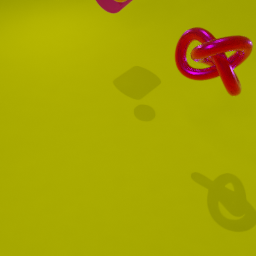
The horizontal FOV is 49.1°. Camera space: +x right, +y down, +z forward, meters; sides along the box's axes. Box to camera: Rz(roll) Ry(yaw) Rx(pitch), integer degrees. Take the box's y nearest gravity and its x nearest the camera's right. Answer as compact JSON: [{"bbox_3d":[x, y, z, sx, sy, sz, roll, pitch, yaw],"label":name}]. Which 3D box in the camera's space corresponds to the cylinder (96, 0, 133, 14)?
[{"bbox_3d":[-0.317,-4.612,9.037,1.288,1.288,1.288,30,64,24],"label":"cylinder"}]

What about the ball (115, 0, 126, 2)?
[{"bbox_3d":[-0.212,-3.888,7.771,0.719,0.719,0.719,0,49,0],"label":"ball"}]

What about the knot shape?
[{"bbox_3d":[1.881,-1.336,5.910,0.813,1.646,1.759,-55,27,-8],"label":"knot shape"}]
